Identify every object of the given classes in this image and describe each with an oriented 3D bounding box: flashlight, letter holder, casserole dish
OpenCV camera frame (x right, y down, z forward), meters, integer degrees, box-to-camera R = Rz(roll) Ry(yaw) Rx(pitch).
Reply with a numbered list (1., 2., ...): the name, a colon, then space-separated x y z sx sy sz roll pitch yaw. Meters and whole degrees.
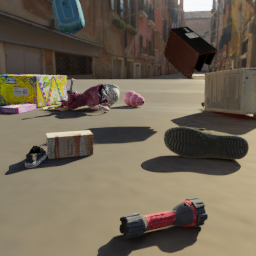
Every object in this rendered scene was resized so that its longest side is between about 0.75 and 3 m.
1. flashlight: 0.396 0.983 3.042 0.937 0.317 0.318 -4 14 -22
2. letter holder: 2.259 -2.802 10.526 0.868 1.226 1.725 -18 53 -27
3. casserole dish: -1.984 -3.828 9.218 0.945 1.560 0.303 -13 -16 -8

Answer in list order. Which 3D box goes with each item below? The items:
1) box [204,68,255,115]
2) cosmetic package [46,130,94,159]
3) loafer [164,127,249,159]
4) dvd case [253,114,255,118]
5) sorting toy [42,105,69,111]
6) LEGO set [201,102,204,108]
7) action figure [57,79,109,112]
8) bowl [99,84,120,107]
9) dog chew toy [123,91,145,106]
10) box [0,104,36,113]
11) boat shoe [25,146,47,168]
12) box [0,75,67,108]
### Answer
1. box: 4.163 -1.393 10.733 1.357 1.593 2.492 -3 8 -15
2. cosmetic package: -1.194 0.331 5.750 0.909 0.470 0.397 -5 13 -19
3. loafer: 1.553 0.324 5.719 1.643 0.618 0.572 10 5 17
4. dvd case: 5.380 -0.317 9.558 1.260 0.155 1.767 -3 12 -13
5. sorting toy: -3.079 -0.904 12.267 1.006 0.184 0.932 5 13 23
6. LEGO set: 3.609 -0.967 12.354 0.591 0.445 0.768 -32 14 -7
7. action figure: -1.900 -1.148 11.942 2.264 1.686 1.516 -17 -13 11
8. bowl: -0.966 -1.381 12.860 1.344 0.604 1.344 -11 -30 -6
9. dog chew toy: 0.320 -1.348 13.289 0.721 0.721 1.158 -11 25 -43
10. box: -4.572 -0.827 11.747 0.849 0.243 1.241 3 12 15
11. boat shoe: -1.787 0.489 5.410 0.308 0.291 0.880 0 12 1
12. box: -4.688 -1.915 14.000 2.384 1.455 2.297 6 12 23
